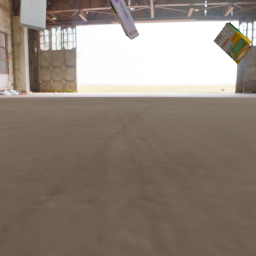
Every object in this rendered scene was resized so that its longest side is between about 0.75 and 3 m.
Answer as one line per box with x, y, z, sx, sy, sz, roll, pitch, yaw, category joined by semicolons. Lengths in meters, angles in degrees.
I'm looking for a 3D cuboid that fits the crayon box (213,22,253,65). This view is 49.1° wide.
3.476;-2.778;9.198;0.313;1.215;0.764;-23;-23;-37;crayon box

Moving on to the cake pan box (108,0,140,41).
-0.151;-3.169;7.866;0.339;1.295;1.192;-29;27;3;cake pan box

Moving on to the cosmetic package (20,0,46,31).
-3.203;-3.873;9.435;0.796;1.056;0.273;5;-12;-30;cosmetic package
